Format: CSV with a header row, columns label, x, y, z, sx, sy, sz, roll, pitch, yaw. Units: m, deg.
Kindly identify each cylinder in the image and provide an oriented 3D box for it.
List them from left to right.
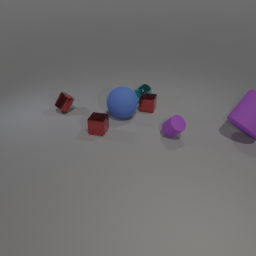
label,x,y,z,sx,sy,sz,roll,pitch,yaw
cylinder,-2.943,-1.215,12.998,0.700,0.700,0.700,29,10,-6
cylinder,0.725,-1.749,13.947,0.700,0.700,0.700,16,36,25
cylinder,1.801,-0.069,11.013,0.700,0.700,0.700,10,65,-22
cylinder,4.840,-0.532,10.821,1.400,1.400,1.400,37,7,-5

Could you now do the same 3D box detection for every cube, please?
label,x,y,z,sx,sy,sz,roll,pitch,yaw
cube,-1.212,-0.165,11.517,0.700,0.700,0.700,7,31,12
cube,0.945,-1.193,13.253,0.700,0.700,0.700,9,32,14

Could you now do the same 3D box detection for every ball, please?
label,x,y,z,sx,sy,sz,roll,pitch,yaw
ball,-0.253,-1.140,12.457,1.400,1.400,1.400,0,31,0
